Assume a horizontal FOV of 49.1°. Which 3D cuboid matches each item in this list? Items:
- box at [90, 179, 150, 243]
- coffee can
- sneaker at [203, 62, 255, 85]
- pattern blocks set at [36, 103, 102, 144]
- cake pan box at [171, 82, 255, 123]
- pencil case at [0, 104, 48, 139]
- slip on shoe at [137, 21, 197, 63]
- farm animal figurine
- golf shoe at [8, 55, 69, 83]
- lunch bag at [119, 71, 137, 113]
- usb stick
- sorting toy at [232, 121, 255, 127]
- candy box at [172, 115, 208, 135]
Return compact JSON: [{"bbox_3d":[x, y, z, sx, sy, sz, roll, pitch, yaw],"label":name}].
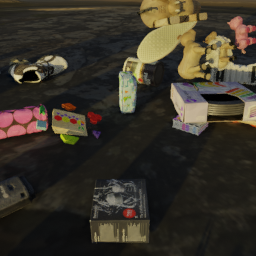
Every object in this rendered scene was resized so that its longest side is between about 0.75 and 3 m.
[{"bbox_3d":[-0.140,1.528,5.274,1.018,0.582,1.118,-1,28,0],"label":"box"},{"bbox_3d":[0.671,-2.385,11.872,1.451,1.062,1.062,15,32,26],"label":"coffee can"},{"bbox_3d":[4.654,-2.321,12.038,2.824,1.061,1.145,15,13,28],"label":"sneaker"},{"bbox_3d":[-1.663,-0.143,8.051,1.851,0.150,1.627,18,37,-16],"label":"pattern blocks set"},{"bbox_3d":[2.717,-0.872,8.929,2.392,0.679,2.597,-3,23,2],"label":"cake pan box"},{"bbox_3d":[-3.394,-0.177,8.125,2.061,0.935,0.965,-9,7,-21],"label":"pencil case"},{"bbox_3d":[1.346,-3.066,9.443,2.512,0.931,0.769,-43,-1,-5],"label":"slip on shoe"},{"bbox_3d":[1.723,-2.604,7.249,2.316,2.868,1.442,-50,29,-11],"label":"farm animal figurine"},{"bbox_3d":[-3.784,-2.475,12.391,2.699,1.049,1.275,-17,54,-29],"label":"golf shoe"},{"bbox_3d":[-0.031,-1.237,9.527,0.539,1.308,1.051,-3,27,-9],"label":"lunch bag"},{"bbox_3d":[-3.220,1.694,5.074,3.000,0.489,0.832,-21,35,-34],"label":"usb stick"},{"bbox_3d":[3.952,-0.441,9.194,1.645,0.324,1.777,16,28,26],"label":"sorting toy"},{"bbox_3d":[1.931,-0.163,8.625,0.875,0.313,0.734,20,34,32],"label":"candy box"}]
